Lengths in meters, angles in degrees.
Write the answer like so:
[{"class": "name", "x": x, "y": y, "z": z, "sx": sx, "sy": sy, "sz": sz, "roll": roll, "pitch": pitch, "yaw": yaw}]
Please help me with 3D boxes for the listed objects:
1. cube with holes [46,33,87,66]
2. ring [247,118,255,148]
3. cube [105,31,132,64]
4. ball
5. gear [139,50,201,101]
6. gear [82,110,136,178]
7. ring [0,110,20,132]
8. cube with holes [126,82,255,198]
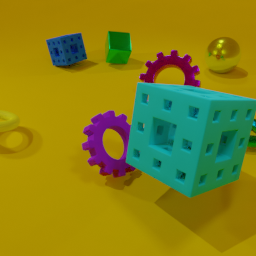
[{"class": "cube with holes", "x": -2.198, "y": -2.825, "z": 10.074, "sx": 0.924, "sy": 0.924, "sz": 0.924, "roll": 11, "pitch": 32, "yaw": 43}, {"class": "ring", "x": 2.700, "y": 0.015, "z": 6.643, "sx": 1.359, "sy": 0.272, "sz": 1.359, "roll": 8, "pitch": 30, "yaw": -5}, {"class": "cube", "x": -0.370, "y": -2.902, "z": 10.150, "sx": 0.815, "sy": 0.815, "sz": 0.815, "roll": 0, "pitch": 68, "yaw": -14}, {"class": "ball", "x": 3.240, "y": -2.498, "z": 9.594, "sx": 1.200, "sy": 1.200, "sz": 1.200, "roll": 0, "pitch": 35, "yaw": 0}, {"class": "gear", "x": 1.130, "y": -1.270, "z": 7.598, "sx": 1.620, "sy": 1.620, "sz": 0.300, "roll": 14, "pitch": -1, "yaw": 19}, {"class": "gear", "x": -0.281, "y": 0.312, "z": 5.551, "sx": 0.240, "sy": 1.297, "sz": 1.297, "roll": -23, "pitch": 11, "yaw": 48}, {"class": "ring", "x": -3.078, "y": -0.175, "z": 6.408, "sx": 1.137, "sy": 0.227, "sz": 1.137, "roll": 9, "pitch": 18, "yaw": -3}, {"class": "cube with holes", "x": 0.967, "y": 0.073, "z": 4.411, "sx": 1.319, "sy": 1.319, "sz": 1.319, "roll": -5, "pitch": 19, "yaw": -42}]
